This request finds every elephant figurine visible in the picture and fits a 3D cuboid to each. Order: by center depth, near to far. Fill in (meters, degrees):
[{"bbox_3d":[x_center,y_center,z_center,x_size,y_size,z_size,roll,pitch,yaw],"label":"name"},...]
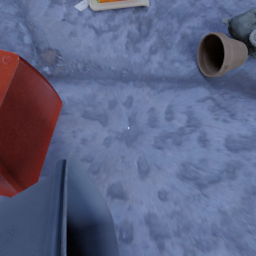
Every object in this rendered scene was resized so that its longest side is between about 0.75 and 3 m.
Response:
[{"bbox_3d":[3.652,-2.509,8.125,1.279,1.166,1.649,-19,81,22],"label":"elephant figurine"}]

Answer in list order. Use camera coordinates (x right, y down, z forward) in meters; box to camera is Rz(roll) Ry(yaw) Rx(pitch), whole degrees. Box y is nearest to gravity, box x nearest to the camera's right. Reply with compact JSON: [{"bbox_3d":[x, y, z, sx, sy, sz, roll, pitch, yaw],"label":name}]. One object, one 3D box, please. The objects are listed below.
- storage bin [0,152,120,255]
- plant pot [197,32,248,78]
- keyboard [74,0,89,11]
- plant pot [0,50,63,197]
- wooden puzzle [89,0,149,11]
[{"bbox_3d":[-1.032,1.706,3.516,1.591,1.725,2.370,-26,25,2],"label":"storage bin"},{"bbox_3d":[2.741,-2.063,7.896,1.067,1.223,1.223,-7,65,-22],"label":"plant pot"},{"bbox_3d":[-1.250,-4.283,9.392,1.169,0.062,0.329,-39,71,-16],"label":"keyboard"},{"bbox_3d":[-3.300,-0.287,6.095,2.859,2.521,2.861,12,67,-2],"label":"plant pot"},{"bbox_3d":[-0.325,-4.701,9.363,1.956,0.364,1.810,-3,62,-2],"label":"wooden puzzle"}]
